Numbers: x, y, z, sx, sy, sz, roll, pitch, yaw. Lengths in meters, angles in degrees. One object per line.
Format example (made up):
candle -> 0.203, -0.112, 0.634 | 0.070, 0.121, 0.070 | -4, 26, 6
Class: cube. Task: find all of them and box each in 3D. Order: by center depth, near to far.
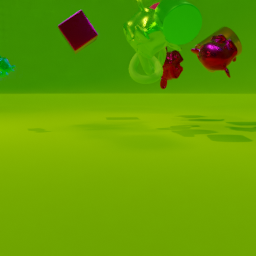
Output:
cube -> -1.942, -3.709, 10.933 | 1.096, 1.096, 1.096 | -36, 12, -3

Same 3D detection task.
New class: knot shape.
knot shape -> 0.552, -1.956, 8.359 | 1.549, 1.449, 0.716 | 24, -28, -36

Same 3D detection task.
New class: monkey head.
monkey head -> 0.562, -2.516, 7.165 | 1.131, 1.877, 1.350 | -41, 8, 1
monkey head -> 2.633, -2.049, 8.130 | 1.158, 0.970, 1.610 | 27, 18, -51
monkey head -> 1.602, -2.700, 12.046 | 1.431, 1.989, 1.198 | -2, 3, -33

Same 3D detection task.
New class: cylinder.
cylinder -> 1.107, -2.436, 6.310 | 0.870, 0.870, 0.870 | -1, 35, -9
cylinder -> 3.016, -2.619, 9.395 | 1.104, 1.104, 1.104 | -34, 9, 1

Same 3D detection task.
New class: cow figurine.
cow figurine -> -3.533, -1.671, 7.855 | 0.514, 0.922, 0.937 | -43, -11, -24

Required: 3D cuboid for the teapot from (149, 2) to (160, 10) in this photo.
teapot -> 1.242, -3.890, 10.278 | 2.010, 1.250, 0.984 | 1, 11, -7
